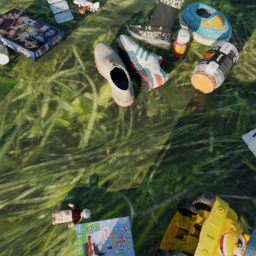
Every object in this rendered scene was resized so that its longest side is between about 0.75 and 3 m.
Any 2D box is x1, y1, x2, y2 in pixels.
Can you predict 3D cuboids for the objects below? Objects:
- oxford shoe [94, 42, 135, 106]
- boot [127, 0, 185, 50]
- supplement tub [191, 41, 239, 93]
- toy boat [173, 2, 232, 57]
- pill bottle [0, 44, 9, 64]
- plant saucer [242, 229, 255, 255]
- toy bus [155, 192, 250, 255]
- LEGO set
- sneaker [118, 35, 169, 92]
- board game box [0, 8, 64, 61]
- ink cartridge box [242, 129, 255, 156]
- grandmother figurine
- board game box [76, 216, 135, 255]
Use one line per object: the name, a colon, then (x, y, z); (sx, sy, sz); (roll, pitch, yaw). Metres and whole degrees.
oxford shoe: (-0.493, -2.289, 10.663); (1.036, 1.080, 2.927); (-25, 70, -11)
boot: (1.044, -4.207, 10.769); (0.895, 1.873, 2.480); (4, 25, -37)
supplement tub: (3.299, -2.316, 10.714); (1.171, 1.171, 1.912); (32, 67, 15)
toy boat: (2.921, -4.098, 11.545); (2.398, 1.326, 2.853); (41, 70, 18)
pill bottle: (-5.126, -3.025, 11.410); (0.496, 0.496, 0.879); (-17, 50, -9)
plant saucer: (3.342, 3.769, 6.826); (0.395, 2.882, 2.882); (5, 55, 46)
toy bus: (2.342, 3.194, 7.043); (2.749, 2.864, 1.943); (31, 66, 5)
LEGO set: (-2.405, -5.933, 12.946); (2.390, 0.587, 1.785); (-20, 68, -10)
sneaker: (0.595, -2.676, 11.089); (1.275, 0.960, 2.727); (-22, 66, -18)
board game box: (-4.366, -3.977, 11.762); (2.752, 0.476, 1.864); (28, 54, 13)
ink cartridge box: (4.954, 0.716, 9.442); (1.134, 0.657, 1.947); (-26, 66, -13)
grandmother figurine: (-1.719, 2.676, 8.637); (1.156, 0.350, 0.701); (-2, 91, -4)
board game box: (-0.671, 3.366, 8.279); (1.611, 0.295, 1.219); (-7, 63, -5)
